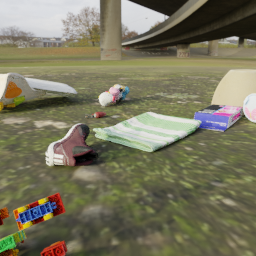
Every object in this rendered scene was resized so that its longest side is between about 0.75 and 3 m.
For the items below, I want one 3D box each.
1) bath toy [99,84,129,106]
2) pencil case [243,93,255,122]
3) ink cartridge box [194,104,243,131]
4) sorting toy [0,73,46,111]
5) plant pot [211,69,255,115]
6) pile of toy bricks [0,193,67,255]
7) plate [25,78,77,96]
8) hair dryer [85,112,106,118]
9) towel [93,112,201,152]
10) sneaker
[{"bbox_3d":[-0.581,-1.453,12.231,0.682,0.803,1.846,-7,12,27],"label":"bath toy"},{"bbox_3d":[4.970,-0.784,9.373,2.252,1.021,0.936,-9,-25,-24],"label":"pencil case"},{"bbox_3d":[2.944,-0.384,9.220,1.098,0.430,2.319,10,20,32],"label":"ink cartridge box"},{"bbox_3d":[-4.888,-1.487,11.651,2.800,1.496,2.521,7,9,29],"label":"sorting toy"},{"bbox_3d":[4.537,-1.501,11.065,2.320,1.558,2.320,0,15,0],"label":"plant pot"},{"bbox_3d":[-1.310,1.228,2.983,1.441,0.799,0.711,-19,-10,-10],"label":"pile of toy bricks"},{"bbox_3d":[-3.869,-1.859,12.738,2.691,0.435,2.685,6,2,-23],"label":"plate"},{"bbox_3d":[-1.148,-0.489,9.905,0.765,0.208,0.583,-1,14,-6],"label":"hair dryer"},{"bbox_3d":[0.627,0.008,7.885,2.026,0.311,2.656,13,20,38],"label":"towel"},{"bbox_3d":[-0.971,0.426,6.040,0.917,0.601,1.588,10,28,17],"label":"sneaker"}]
